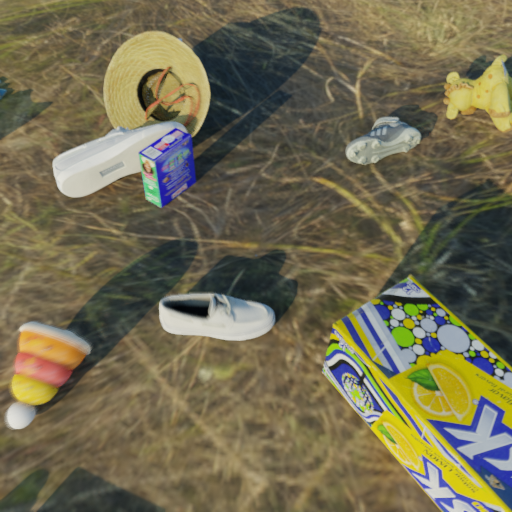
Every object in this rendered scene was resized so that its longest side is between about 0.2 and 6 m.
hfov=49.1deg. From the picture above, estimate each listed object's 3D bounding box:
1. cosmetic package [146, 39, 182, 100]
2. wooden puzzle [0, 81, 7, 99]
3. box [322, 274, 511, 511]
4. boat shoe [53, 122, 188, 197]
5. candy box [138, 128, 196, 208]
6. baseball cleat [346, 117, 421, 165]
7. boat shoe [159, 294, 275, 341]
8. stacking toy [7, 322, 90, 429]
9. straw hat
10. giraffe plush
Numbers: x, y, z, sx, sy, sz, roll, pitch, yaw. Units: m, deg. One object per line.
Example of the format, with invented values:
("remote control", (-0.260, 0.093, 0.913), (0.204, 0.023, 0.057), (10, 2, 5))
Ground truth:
("cosmetic package", (-2.152, -4.055, 12.254), (1.150, 1.153, 0.709), (-2, 51, -2))
("wooden puzzle", (-6.329, -3.432, 12.402), (1.120, 0.133, 1.889), (10, 51, 8))
("box", (2.756, 2.315, 6.876), (1.497, 1.374, 4.273), (-28, 55, -22))
("boat shoe", (-2.612, -2.015, 10.709), (2.612, 0.941, 0.895), (-29, 63, -6))
("candy box", (-1.604, -1.600, 10.240), (0.439, 1.139, 0.963), (31, 55, 24))
("baseball cleat", (2.420, -2.330, 11.285), (1.755, 0.612, 0.934), (-13, 45, -23))
("boat shoe", (-0.602, 0.854, 8.588), (1.781, 0.585, 0.641), (5, 51, 4))
("stacking toy", (-3.019, 1.714, 7.801), (1.021, 1.021, 1.398), (12, 66, 10))
("straw hat", (-1.849, -3.303, 11.644), (2.461, 2.461, 1.042), (23, 16, 18))
("giraffe plush", (4.653, -3.343, 11.753), (1.270, 1.566, 1.351), (-5, 48, 34))
